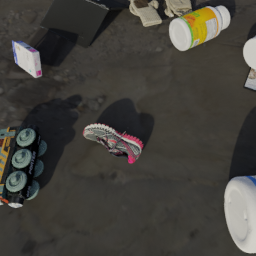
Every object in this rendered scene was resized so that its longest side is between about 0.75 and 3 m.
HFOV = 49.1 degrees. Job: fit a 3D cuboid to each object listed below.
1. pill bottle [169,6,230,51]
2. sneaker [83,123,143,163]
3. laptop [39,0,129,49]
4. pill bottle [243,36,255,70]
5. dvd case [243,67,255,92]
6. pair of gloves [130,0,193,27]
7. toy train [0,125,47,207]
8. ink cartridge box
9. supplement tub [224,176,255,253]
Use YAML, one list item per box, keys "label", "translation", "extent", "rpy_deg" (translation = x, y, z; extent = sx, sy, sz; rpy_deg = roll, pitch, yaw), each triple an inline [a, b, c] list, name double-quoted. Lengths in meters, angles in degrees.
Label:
- label: "pill bottle"
  translation: [2.986, -4.190, 11.528]
  extent: [2.327, 1.292, 1.292]
  rpy_deg: [-27, 62, -16]
- label: "sneaker"
  translation: [-0.535, 0.452, 8.927]
  extent: [1.984, 0.800, 0.741]
  rpy_deg: [19, 62, 11]
- label: "laptop"
  translation: [-1.938, -5.130, 12.802]
  extent: [2.721, 1.684, 2.907]
  rpy_deg: [29, 34, 17]
- label: "pill bottle"
  translation: [5.976, -3.326, 10.786]
  extent: [2.887, 1.619, 1.619]
  rpy_deg: [-26, 62, -16]
- label: "dvd case"
  translation: [5.003, -1.835, 10.757]
  extent: [0.864, 0.106, 1.212]
  rpy_deg: [23, 61, 14]
- label: "pair of gloves"
  translation: [1.493, -5.537, 12.862]
  extent: [2.775, 0.487, 2.360]
  rpy_deg: [-19, 57, -14]
- label: "toy train"
  translation: [-3.404, 1.090, 8.435]
  extent: [1.488, 1.112, 2.611]
  rpy_deg: [-5, 59, 11]
- label: "ink cartridge box"
  translation: [-3.794, -2.628, 10.483]
  extent: [1.610, 0.961, 0.338]
  rpy_deg: [32, 44, 33]
- label: "supplement tub"
  translation: [4.191, 2.143, 7.224]
  extent: [2.881, 1.901, 1.901]
  rpy_deg: [-3, 58, -2]
